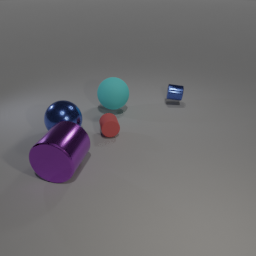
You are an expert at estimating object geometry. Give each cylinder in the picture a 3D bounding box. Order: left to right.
[{"bbox_3d":[-2.028,0.699,8.513,1.400,1.400,1.400,7,29,12],"label":"cylinder"},{"bbox_3d":[-0.703,-0.114,10.617,0.700,0.700,0.700,-6,28,-10],"label":"cylinder"},{"bbox_3d":[2.198,-1.674,13.137,0.700,0.700,0.700,8,29,3],"label":"cylinder"}]

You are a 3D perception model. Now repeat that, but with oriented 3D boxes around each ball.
[{"bbox_3d":[-2.406,-0.332,10.442,1.400,1.400,1.400,0,28,0],"label":"ball"},{"bbox_3d":[-0.645,-1.511,12.262,1.400,1.400,1.400,0,28,0],"label":"ball"}]
